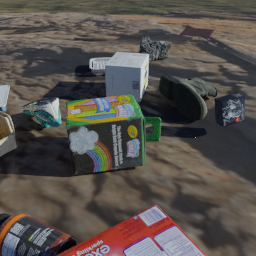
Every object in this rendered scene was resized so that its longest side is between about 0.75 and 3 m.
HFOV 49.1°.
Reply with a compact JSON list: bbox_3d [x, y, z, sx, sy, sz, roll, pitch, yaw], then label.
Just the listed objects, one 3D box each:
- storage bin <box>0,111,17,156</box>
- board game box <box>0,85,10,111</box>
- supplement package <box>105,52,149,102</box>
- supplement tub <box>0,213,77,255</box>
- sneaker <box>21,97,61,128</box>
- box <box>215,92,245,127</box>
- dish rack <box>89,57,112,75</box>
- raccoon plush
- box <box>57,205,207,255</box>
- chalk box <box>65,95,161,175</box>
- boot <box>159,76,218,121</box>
[{"bbox_3d":[-4.513,0.273,7.310,2.204,1.040,2.220,20,35,31],"label":"storage bin"},{"bbox_3d":[-5.425,-1.022,10.277,1.952,0.252,1.951,-9,32,-13],"label":"board game box"},{"bbox_3d":[0.005,-2.026,10.874,1.347,1.357,1.788,6,31,10],"label":"supplement package"},{"bbox_3d":[-1.663,1.947,4.722,1.493,0.799,0.799,15,34,24],"label":"supplement tub"},{"bbox_3d":[-2.678,-0.423,8.664,0.851,0.874,2.195,-24,18,-29],"label":"sneaker"},{"bbox_3d":[2.934,-0.528,8.071,0.727,0.799,0.416,-16,26,-8],"label":"box"},{"bbox_3d":[-0.806,-2.936,13.343,2.030,0.442,1.742,-3,32,-6],"label":"dish rack"},{"bbox_3d":[1.367,-3.596,14.326,1.658,1.197,2.474,11,58,-6],"label":"raccoon plush"},{"bbox_3d":[-0.231,2.278,3.752,2.474,1.181,1.233,-19,35,-28],"label":"box"},{"bbox_3d":[-0.332,0.096,7.130,2.308,1.441,1.431,-7,30,-8],"label":"chalk box"},{"bbox_3d":[2.505,-1.272,10.114,1.874,0.971,2.868,-5,32,-20],"label":"boot"}]
